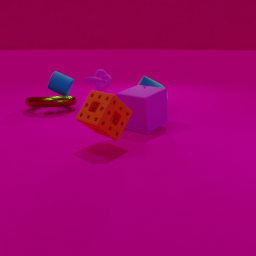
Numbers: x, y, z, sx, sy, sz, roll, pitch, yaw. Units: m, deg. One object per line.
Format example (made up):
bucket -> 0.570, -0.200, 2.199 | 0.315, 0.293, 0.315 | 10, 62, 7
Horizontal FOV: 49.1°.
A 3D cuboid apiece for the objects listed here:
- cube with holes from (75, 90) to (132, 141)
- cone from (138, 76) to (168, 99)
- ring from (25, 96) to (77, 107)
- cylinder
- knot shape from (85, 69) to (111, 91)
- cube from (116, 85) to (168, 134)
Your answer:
cube with holes -> -0.596, -0.321, 7.060 | 0.849, 0.849, 0.849 | 17, -16, 42
cone -> 0.653, -1.411, 9.729 | 1.344, 1.344, 1.349 | 5, -24, 15
ring -> -3.027, -1.056, 11.053 | 1.974, 0.395, 1.974 | -2, 7, 0
cylinder -> -2.642, -1.719, 10.983 | 0.769, 0.769, 0.769 | 24, 16, -6
knot shape -> -1.118, -1.954, 11.579 | 1.155, 0.534, 1.081 | -26, 45, -30
cube -> 0.450, -0.603, 8.646 | 1.128, 1.128, 1.128 | 14, 29, 38
